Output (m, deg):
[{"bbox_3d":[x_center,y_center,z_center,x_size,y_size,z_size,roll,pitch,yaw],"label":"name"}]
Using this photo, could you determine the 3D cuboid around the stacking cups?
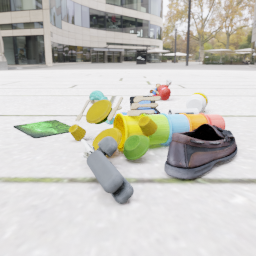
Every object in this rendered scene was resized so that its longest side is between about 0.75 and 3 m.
[{"bbox_3d":[1.139,0.069,7.064,2.961,0.896,0.896,-1,14,-22],"label":"stacking cups"}]

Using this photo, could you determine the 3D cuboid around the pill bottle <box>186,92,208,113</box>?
[{"bbox_3d":[2.675,-0.960,10.880,0.752,0.752,1.354,5,15,19],"label":"pill bottle"}]

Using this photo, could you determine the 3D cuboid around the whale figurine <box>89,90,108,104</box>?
[{"bbox_3d":[-1.342,-1.433,13.035,0.924,0.603,1.161,-9,16,-31],"label":"whale figurine"}]

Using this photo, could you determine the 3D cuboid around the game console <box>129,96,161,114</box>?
[{"bbox_3d":[0.663,-0.902,11.008,1.071,0.923,0.635,-3,-12,-12],"label":"game console"}]

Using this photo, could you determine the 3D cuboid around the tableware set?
[{"bbox_3d":[-0.410,0.011,6.703,2.562,0.393,1.726,2,54,38],"label":"tableware set"}]

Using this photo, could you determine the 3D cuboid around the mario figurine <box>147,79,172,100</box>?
[{"bbox_3d":[1.594,-2.026,14.442,0.990,1.153,1.867,10,8,-13],"label":"mario figurine"}]

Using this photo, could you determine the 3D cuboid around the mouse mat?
[{"bbox_3d":[-2.530,-0.005,8.593,1.446,0.068,1.797,-12,18,-39],"label":"mouse mat"}]

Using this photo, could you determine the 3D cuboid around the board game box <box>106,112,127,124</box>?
[{"bbox_3d":[-0.334,-0.347,9.569,0.992,0.223,0.755,-8,16,-27],"label":"board game box"}]

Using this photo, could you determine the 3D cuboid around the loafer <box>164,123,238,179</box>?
[{"bbox_3d":[1.663,0.276,5.874,0.953,0.835,2.651,9,17,37],"label":"loafer"}]

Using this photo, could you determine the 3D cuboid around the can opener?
[{"bbox_3d":[-0.401,0.579,4.989,0.695,0.551,2.092,-44,24,-1],"label":"can opener"}]

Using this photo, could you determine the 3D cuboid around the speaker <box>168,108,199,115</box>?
[{"bbox_3d":[1.923,-0.465,9.672,1.002,0.407,0.407,-2,14,-11],"label":"speaker"}]
